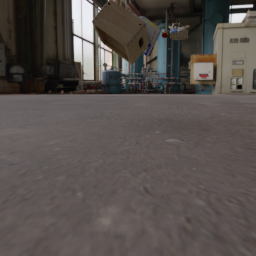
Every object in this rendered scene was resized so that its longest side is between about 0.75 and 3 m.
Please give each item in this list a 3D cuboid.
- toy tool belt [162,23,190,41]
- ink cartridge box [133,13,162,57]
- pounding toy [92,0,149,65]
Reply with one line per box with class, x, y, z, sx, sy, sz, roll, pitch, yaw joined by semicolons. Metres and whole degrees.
toy tool belt;1.983;-4.020;11.607;1.090;0.670;0.681;6;-33;16
ink cartridge box;0.581;-3.761;11.284;1.314;1.298;0.309;44;54;13
pounding toy;-0.171;-3.729;10.713;1.949;1.505;2.118;39;-3;13
